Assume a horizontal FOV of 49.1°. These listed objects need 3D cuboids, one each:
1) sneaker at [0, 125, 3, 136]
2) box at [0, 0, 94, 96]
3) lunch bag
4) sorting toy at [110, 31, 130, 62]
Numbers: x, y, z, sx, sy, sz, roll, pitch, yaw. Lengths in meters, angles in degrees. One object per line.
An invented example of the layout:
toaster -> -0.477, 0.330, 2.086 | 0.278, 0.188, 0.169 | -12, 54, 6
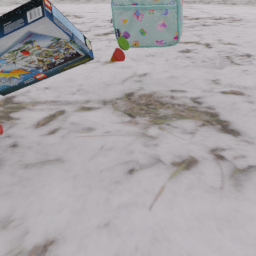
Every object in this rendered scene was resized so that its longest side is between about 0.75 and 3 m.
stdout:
sneaker -> -1.996, 0.176, 3.666 | 0.957, 0.393, 0.372 | -16, 5, 22
box -> -2.320, -1.556, 5.965 | 2.661, 0.501, 1.817 | -17, -15, 16
lunch bag -> 0.648, -4.057, 10.218 | 2.636, 2.114, 1.016 | 5, 42, 16
sorting toy -> -0.309, -2.715, 9.536 | 0.497, 0.501, 1.444 | -22, 41, 42
